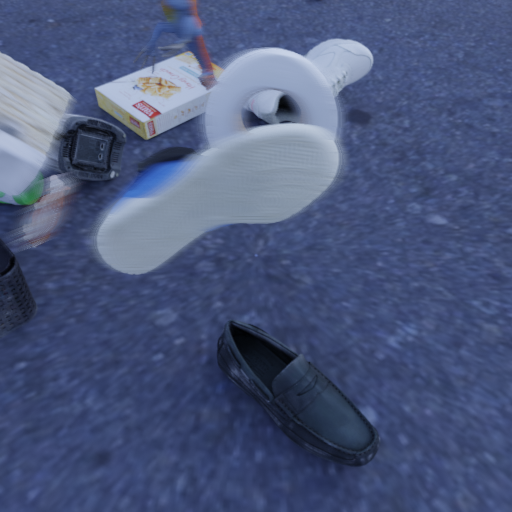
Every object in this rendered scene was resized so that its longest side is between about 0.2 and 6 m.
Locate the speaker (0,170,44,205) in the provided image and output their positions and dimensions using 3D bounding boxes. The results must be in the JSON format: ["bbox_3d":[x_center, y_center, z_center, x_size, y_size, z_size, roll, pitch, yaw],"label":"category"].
[{"bbox_3d":[-4.638,-1.389,9.710,1.780,0.787,0.787,14,47,14],"label":"speaker"}]

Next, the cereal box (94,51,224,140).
[{"bbox_3d":[-1.871,-3.503,11.975,2.537,0.501,1.825,-34,54,-29],"label":"cereal box"}]

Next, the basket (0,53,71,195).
[{"bbox_3d":[-3.367,-1.694,7.346,1.265,1.866,1.151,28,70,-26],"label":"basket"}]

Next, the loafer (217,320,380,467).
[{"bbox_3d":[0.428,1.591,6.694,2.355,0.827,0.800,33,54,28],"label":"loafer"}]

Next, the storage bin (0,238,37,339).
[{"bbox_3d":[-4.364,0.603,7.536,2.239,1.050,1.514,-33,53,-27],"label":"storage bin"}]

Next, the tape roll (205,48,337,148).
[{"bbox_3d":[0.196,-1.822,7.449,1.732,1.732,0.606,1,27,1],"label":"tape roll"}]

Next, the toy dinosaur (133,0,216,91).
[{"bbox_3d":[-0.960,-3.335,7.856,2.066,1.875,1.085,-47,45,11],"label":"toy dinosaur"}]

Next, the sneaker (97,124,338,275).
[{"bbox_3d":[-0.456,-0.893,6.538,2.830,1.086,1.574,-26,27,16],"label":"sneaker"}]

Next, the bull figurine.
[{"bbox_3d":[-2.694,-0.550,7.174,0.311,0.956,0.580,22,10,-7],"label":"bull figurine"}]

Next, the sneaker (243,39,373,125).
[{"bbox_3d":[1.234,-3.406,11.600,3.065,1.194,1.523,-25,56,-11],"label":"sneaker"}]

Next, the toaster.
[{"bbox_3d":[-3.243,-1.928,9.701,1.195,1.051,1.850,15,10,23],"label":"toaster"}]
